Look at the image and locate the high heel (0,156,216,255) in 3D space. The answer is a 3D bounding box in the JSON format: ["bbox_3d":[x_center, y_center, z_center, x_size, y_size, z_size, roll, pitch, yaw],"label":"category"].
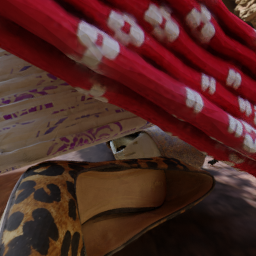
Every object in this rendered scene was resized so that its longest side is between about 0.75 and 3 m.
[{"bbox_3d":[0.077,0.438,1.637,1.229,0.616,1.725,-6,-1,1],"label":"high heel"}]

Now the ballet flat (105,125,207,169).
[{"bbox_3d":[0.188,0.266,3.528,0.652,0.660,1.938,-25,11,-18],"label":"ballet flat"}]

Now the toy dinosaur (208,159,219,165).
[{"bbox_3d":[0.743,0.043,3.531,0.551,1.024,2.324,-44,40,-7],"label":"toy dinosaur"}]

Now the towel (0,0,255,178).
[{"bbox_3d":[0.544,-0.366,1.553,2.926,0.329,2.116,26,24,-24],"label":"towel"}]

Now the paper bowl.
[{"bbox_3d":[-0.862,-0.282,2.526,2.309,1.201,2.309,-19,-2,-1],"label":"paper bowl"}]
